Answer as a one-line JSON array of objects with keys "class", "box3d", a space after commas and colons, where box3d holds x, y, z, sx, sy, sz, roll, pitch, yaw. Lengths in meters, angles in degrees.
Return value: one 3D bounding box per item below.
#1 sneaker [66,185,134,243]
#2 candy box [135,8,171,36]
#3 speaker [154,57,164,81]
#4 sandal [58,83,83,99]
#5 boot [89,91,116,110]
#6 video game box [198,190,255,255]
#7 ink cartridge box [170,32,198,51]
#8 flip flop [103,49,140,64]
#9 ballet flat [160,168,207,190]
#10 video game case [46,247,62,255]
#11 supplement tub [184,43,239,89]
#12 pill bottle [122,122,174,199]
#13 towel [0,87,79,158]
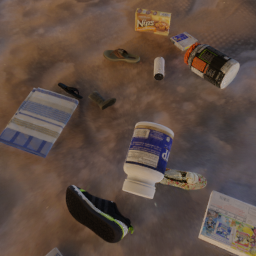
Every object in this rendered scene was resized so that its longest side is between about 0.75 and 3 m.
[{"class": "sneaker", "box3d": [-0.917, 2.617, 8.780, 2.483, 0.890, 1.028, 34, 29, 26]}, {"class": "candy box", "box3d": [1.298, -5.568, 14.722, 1.821, 1.051, 0.503, 13, 54, 10]}, {"class": "speaker", "box3d": [1.437, -2.737, 12.920, 0.473, 0.473, 1.164, 3, 53, 3]}, {"class": "sandal", "box3d": [-2.455, -1.658, 12.002, 1.310, 0.314, 0.493, 34, 16, 15]}, {"class": "boot", "box3d": [-1.088, -1.258, 11.920, 0.865, 0.345, 0.951, -29, 51, -22]}, {"class": "video game box", "box3d": [3.221, 2.960, 8.599, 1.724, 0.403, 1.570, 20, 53, 15]}, {"class": "ink cartridge box", "box3d": [2.893, -4.481, 14.420, 1.040, 0.244, 1.028, -26, 55, -20]}, {"class": "flip flop", "box3d": [-0.302, -3.538, 13.502, 1.804, 0.519, 0.732, 13, 54, 10]}, {"class": "ballet flat", "box3d": [1.818, 1.701, 9.462, 1.772, 0.566, 0.670, 5, 55, 3]}, {"class": "video game case", "box3d": [-2.127, 4.267, 7.749, 1.248, 0.151, 1.369, -36, 61, -24]}, {"class": "supplement tub", "box3d": [3.656, -2.831, 12.448, 1.339, 1.339, 2.185, -35, 61, -24]}, {"class": "pill bottle", "box3d": [0.597, 1.043, 9.026, 1.334, 1.334, 2.228, 14, 76, 10]}, {"class": "towel", "box3d": [-3.500, -0.319, 11.160, 2.172, 0.352, 2.957, 16, 56, 10]}]
